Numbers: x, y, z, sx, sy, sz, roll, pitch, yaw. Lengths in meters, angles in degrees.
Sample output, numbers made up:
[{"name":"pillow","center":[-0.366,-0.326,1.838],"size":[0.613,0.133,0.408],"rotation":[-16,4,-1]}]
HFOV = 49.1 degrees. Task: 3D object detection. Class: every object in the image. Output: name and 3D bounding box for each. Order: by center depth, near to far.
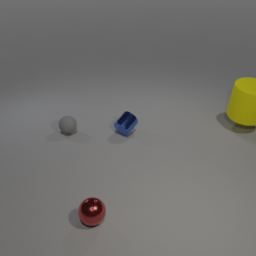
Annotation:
[{"name":"ball","center":[-0.907,2.107,7.089],"size":[0.700,0.700,0.700],"rotation":[0,29,0]},{"name":"cylinder","center":[4.716,-1.037,10.898],"size":[1.400,1.400,1.400],"rotation":[1,37,-1]},{"name":"cylinder","center":[-0.076,-0.175,10.979],"size":[0.700,0.700,0.700],"rotation":[22,60,34]},{"name":"ball","center":[-2.367,-0.138,11.009],"size":[0.700,0.700,0.700],"rotation":[0,29,0]}]
